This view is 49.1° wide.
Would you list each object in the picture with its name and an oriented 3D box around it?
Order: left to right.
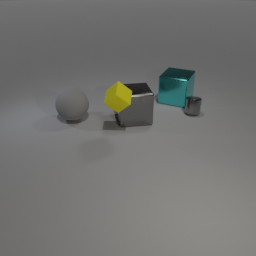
[{"bbox_3d":[-2.357,-1.011,11.835,1.400,1.400,1.400,0,28,0],"label":"ball"},{"bbox_3d":[-0.358,-1.124,10.237,0.700,0.700,0.700,33,45,-29],"label":"cube"},{"bbox_3d":[0.247,-1.007,11.892,1.400,1.400,1.400,-5,29,-8],"label":"cube"},{"bbox_3d":[2.372,-2.005,13.678,1.400,1.400,1.400,13,35,23],"label":"cube"},{"bbox_3d":[2.923,-1.014,12.584,0.700,0.700,0.700,2,19,-1],"label":"cylinder"}]
